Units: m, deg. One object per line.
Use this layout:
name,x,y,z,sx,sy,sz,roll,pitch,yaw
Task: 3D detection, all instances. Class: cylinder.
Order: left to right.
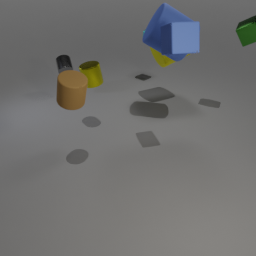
cylinder,-2.985,-2.951,13.155,0.700,0.700,0.700,-10,69,-18
cylinder,-1.353,-0.909,6.737,0.700,0.700,0.700,9,44,-8
cylinder,-1.235,-1.808,9.446,0.700,0.700,0.700,-8,34,5
cylinder,1.417,-3.158,9.336,1.400,1.400,1.400,26,26,-15
cylinder,1.800,-3.472,11.752,1.400,1.400,1.400,-28,34,-5

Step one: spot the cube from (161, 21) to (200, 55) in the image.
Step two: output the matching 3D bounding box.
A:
cube,1.239,-2.135,6.724,0.700,0.700,0.700,-7,14,-14

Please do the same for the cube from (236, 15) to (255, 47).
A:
cube,4.361,-3.467,9.990,0.700,0.700,0.700,-14,31,41

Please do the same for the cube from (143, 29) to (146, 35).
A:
cube,1.230,-4.688,14.148,0.700,0.700,0.700,-42,82,-8
